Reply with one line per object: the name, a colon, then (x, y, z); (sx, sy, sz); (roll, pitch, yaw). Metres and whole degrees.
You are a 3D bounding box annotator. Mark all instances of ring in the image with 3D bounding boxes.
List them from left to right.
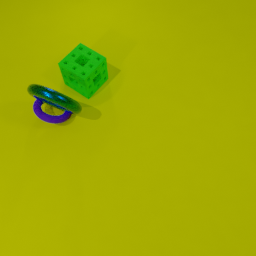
ring: (-2.054, -0.526, 7.679); (1.053, 0.211, 1.053); (14, 42, -13)
ring: (-1.829, -0.710, 7.029); (1.420, 1.420, 0.284); (21, 83, 11)

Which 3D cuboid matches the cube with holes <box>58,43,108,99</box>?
cube with holes: (-1.247, -1.626, 8.050); (0.944, 0.944, 0.944); (33, 67, 16)
